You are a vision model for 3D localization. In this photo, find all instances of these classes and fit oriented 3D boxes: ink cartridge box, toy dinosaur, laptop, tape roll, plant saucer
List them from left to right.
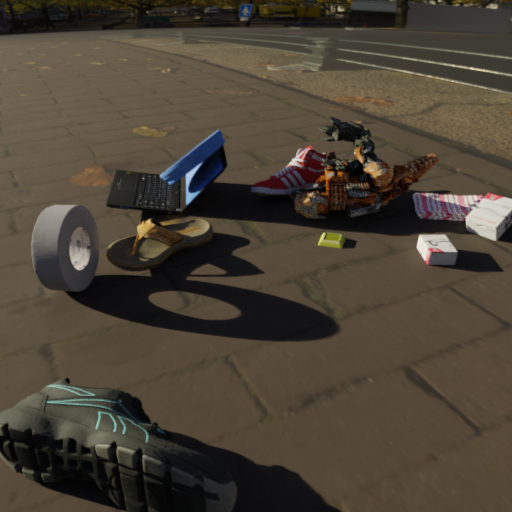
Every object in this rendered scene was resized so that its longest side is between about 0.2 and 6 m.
[{"bbox_3d":[-3.494,-0.142,10.386,0.529,1.600,1.600,1,28,10],"label":"tape roll"},{"bbox_3d":[-2.262,-2.186,14.275,2.767,1.429,2.453,5,27,-10],"label":"laptop"},{"bbox_3d":[1.671,-0.363,12.349,0.533,0.128,0.532,7,30,14],"label":"plant saucer"},{"bbox_3d":[2.634,-1.888,13.932,3.857,1.970,2.618,1,40,-27],"label":"toy dinosaur"},{"bbox_3d":[3.771,-0.131,11.708,0.577,0.331,0.795,-1,29,-2],"label":"ink cartridge box"},{"bbox_3d":[5.358,-0.889,12.706,1.028,0.429,0.747,-41,45,-24],"label":"ink cartridge box"}]

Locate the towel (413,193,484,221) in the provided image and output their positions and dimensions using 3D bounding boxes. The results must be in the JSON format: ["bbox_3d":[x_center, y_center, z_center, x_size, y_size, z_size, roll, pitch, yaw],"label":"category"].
[{"bbox_3d":[4.808,-1.245,13.825,1.766,0.264,1.293,4,28,7],"label":"towel"}]

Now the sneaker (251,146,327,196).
[{"bbox_3d":[0.873,-2.174,14.383,2.149,1.209,0.766,-7,13,-17],"label":"sneaker"}]

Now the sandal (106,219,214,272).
[{"bbox_3d":[-1.977,-0.429,11.735,2.653,0.717,1.066,-23,44,-40],"label":"sandal"}]

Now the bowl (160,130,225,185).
[{"bbox_3d":[-1.570,-2.453,14.082,1.898,0.373,1.898,-35,13,10],"label":"bowl"}]

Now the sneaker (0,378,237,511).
[{"bbox_3d":[-1.600,2.158,6.661,3.150,1.188,1.248,12,29,20],"label":"sneaker"}]
